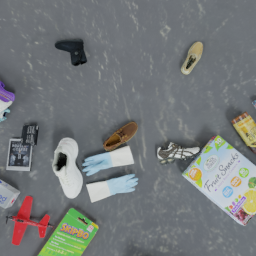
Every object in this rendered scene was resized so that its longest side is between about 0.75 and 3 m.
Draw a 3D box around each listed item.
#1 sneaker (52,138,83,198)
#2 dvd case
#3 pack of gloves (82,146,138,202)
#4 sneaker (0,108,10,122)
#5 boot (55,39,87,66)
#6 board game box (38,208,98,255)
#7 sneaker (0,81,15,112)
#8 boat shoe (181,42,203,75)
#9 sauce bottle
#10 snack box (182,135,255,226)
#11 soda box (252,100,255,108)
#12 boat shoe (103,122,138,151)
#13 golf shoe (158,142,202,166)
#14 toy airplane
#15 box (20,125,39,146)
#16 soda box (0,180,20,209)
[{"bbox_3d":[-2.360,1.627,10.373,0.923,1.177,2.368,-3,105,14],"label":"sneaker"},{"bbox_3d":[-4.305,1.069,11.199,0.949,0.156,1.262,3,82,0],"label":"dvd case"},{"bbox_3d":[-0.712,1.800,10.781,2.063,0.407,1.733,-17,87,4],"label":"pack of gloves"},{"bbox_3d":[-5.214,-0.419,11.292,0.471,0.424,1.092,34,83,2],"label":"sneaker"},{"bbox_3d":[-2.374,-3.108,11.643,1.253,0.478,1.053,-8,78,-7],"label":"boot"},{"bbox_3d":[-2.400,4.534,10.578,1.336,0.419,2.797,34,85,4],"label":"board game box"},{"bbox_3d":[-5.758,-1.662,11.314,2.846,1.147,1.187,36,51,11],"label":"sneaker"},{"bbox_3d":[2.716,-2.939,11.569,0.552,0.586,1.540,24,82,3],"label":"boat shoe"},{"bbox_3d":[5.002,0.459,11.003,0.756,0.756,2.290,-34,83,-5],"label":"sauce bottle"},{"bbox_3d":[3.851,1.979,10.749,2.872,0.761,2.043,41,84,6],"label":"snack box"},{"bbox_3d":[5.554,-0.688,11.354,0.386,0.359,1.129,-29,82,-4],"label":"soda box"},{"bbox_3d":[-0.276,0.331,11.103,1.644,0.555,0.592,-37,83,-5],"label":"boat shoe"},{"bbox_3d":[1.994,0.897,10.970,1.739,0.676,0.822,-14,82,-3],"label":"golf shoe"},{"bbox_3d":[-3.773,3.626,10.686,1.867,0.343,1.867,1,77,-4],"label":"toy airplane"},{"bbox_3d":[-3.905,0.288,11.132,0.566,0.316,0.802,0,64,-2],"label":"box"},{"bbox_3d":[-5.254,2.261,10.774,2.023,0.642,0.691,30,83,4],"label":"soda box"}]
